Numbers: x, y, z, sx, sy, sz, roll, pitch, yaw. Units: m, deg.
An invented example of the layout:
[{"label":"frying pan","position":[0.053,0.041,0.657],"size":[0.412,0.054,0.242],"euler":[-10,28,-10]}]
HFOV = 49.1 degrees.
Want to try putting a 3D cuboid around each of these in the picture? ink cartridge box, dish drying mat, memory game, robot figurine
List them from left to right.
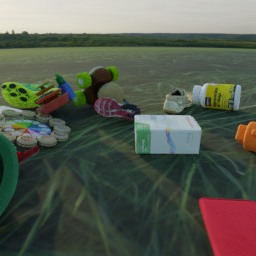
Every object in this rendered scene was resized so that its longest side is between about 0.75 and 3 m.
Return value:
[{"label":"ink cartridge box","position":[-4.539,-0.413,10.313],"size":[1.162,0.498,0.858],"euler":[13,24,27]},{"label":"memory game","position":[-3.250,-0.068,8.974],"size":[2.839,0.181,2.839],"euler":[13,19,-5]},{"label":"ink cartridge box","position":[1.117,0.167,8.319],"size":[1.819,0.796,1.322],"euler":[-1,21,0]},{"label":"dish drying mat","position":[1.863,1.996,4.148],"size":[1.148,0.272,2.989],"euler":[2,19,3]},{"label":"robot figurine","position":[3.846,0.304,7.870],"size":[1.465,1.054,0.855],"euler":[15,46,35]}]

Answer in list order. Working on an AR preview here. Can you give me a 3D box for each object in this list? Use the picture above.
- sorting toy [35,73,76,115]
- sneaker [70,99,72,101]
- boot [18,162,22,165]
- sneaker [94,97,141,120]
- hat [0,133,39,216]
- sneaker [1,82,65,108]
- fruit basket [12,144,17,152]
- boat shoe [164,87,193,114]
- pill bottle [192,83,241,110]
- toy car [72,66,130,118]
[{"label":"sorting toy","position":[-2.909,-1.285,10.570],"size":[1.578,1.078,2.625],"euler":[-33,14,-15]},{"label":"sneaker","position":[-2.349,-1.501,13.443],"size":[1.263,0.467,0.501],"euler":[-6,11,-34]},{"label":"boot","position":[-3.097,0.935,6.718],"size":[1.052,0.369,0.769],"euler":[-16,10,0]},{"label":"sneaker","position":[-0.407,-0.631,10.609],"size":[1.798,0.725,0.671],"euler":[16,-9,4]},{"label":"hat","position":[-2.749,1.376,5.759],"size":[2.586,2.276,2.142],"euler":[-41,64,-16]},{"label":"sneaker","position":[-4.130,-1.461,12.575],"size":[2.966,1.099,1.240],"euler":[7,15,-3]},{"label":"fruit basket","position":[-3.511,0.580,7.668],"size":[0.786,0.369,0.728],"euler":[8,9,-46]},{"label":"boat shoe","position":[2.295,-1.359,12.377],"size":[0.933,0.840,2.585],"euler":[11,23,28]},{"label":"pill bottle","position":[3.805,-1.367,12.087],"size":[1.900,1.068,1.068],"euler":[7,21,24]},{"label":"toy car","position":[-0.849,-1.273,11.848],"size":[1.931,1.854,2.350],"euler":[-24,60,-41]}]
